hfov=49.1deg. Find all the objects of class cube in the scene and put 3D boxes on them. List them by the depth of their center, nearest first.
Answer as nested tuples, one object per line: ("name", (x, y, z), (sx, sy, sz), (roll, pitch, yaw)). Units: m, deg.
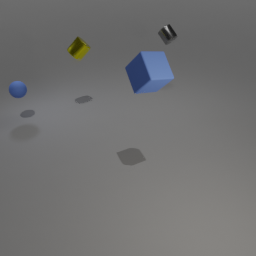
("cube", (0.481, -1.260, 6.386), (0.700, 0.700, 0.700), (-11, 76, -36))

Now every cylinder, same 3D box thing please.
("cylinder", (-1.986, -3.208, 11.347), (0.700, 0.700, 0.700), (41, 15, -13))
("cylinder", (1.912, -4.488, 13.478), (0.700, 0.700, 0.700), (-34, 0, 0))

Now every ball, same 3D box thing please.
("ball", (-4.524, -1.575, 11.513), (0.700, 0.700, 0.700), (0, 31, 0))
